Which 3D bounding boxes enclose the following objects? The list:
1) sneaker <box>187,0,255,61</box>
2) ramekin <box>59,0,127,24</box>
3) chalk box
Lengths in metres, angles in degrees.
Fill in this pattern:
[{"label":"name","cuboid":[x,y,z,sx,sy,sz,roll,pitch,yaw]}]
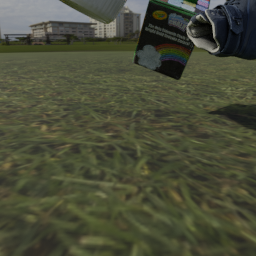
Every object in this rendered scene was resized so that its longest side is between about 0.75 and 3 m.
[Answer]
[{"label":"sneaker","cuboid":[2.200,-2.762,6.188,1.824,2.525,0.960,-2,-7,-16]},{"label":"ramekin","cuboid":[-1.140,-3.760,7.525,2.429,1.131,2.429,26,11,-6]},{"label":"chalk box","cuboid":[1.394,-3.186,8.488,1.683,2.697,1.672,21,44,2]}]
